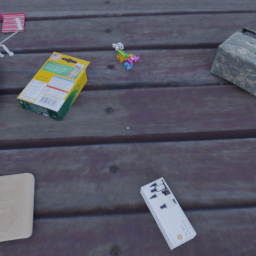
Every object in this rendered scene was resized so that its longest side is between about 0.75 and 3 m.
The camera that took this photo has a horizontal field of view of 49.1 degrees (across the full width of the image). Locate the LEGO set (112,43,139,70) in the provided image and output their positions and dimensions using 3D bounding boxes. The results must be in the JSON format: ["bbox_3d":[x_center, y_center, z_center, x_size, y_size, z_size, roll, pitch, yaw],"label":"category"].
[{"bbox_3d":[-0.002,-2.777,10.871,0.590,0.548,1.438,-23,52,-19],"label":"LEGO set"}]

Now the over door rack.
[{"bbox_3d":[-4.864,-2.841,9.838,1.747,2.365,0.788,-33,98,-42],"label":"over door rack"}]

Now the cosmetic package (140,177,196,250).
[{"bbox_3d":[1.032,2.237,7.482,0.708,0.434,1.715,-23,59,-14],"label":"cosmetic package"}]

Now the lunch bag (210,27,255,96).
[{"bbox_3d":[4.637,-2.617,10.204,2.052,1.471,2.502,36,57,23],"label":"lunch bag"}]

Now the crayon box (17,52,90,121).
[{"bbox_3d":[-2.511,-1.520,9.926,1.541,0.632,2.451,18,58,12],"label":"crayon box"}]

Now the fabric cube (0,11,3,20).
[{"bbox_3d":[-3.731,-2.814,6.772,0.829,0.832,0.816,-29,91,-49],"label":"fabric cube"}]

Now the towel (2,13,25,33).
[{"bbox_3d":[-5.039,-4.652,12.369,0.909,0.141,1.256,-6,58,-7],"label":"towel"}]

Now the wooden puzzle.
[{"bbox_3d":[-3.541,2.184,7.546,1.936,0.448,1.793,-4,56,-8],"label":"wooden puzzle"}]
